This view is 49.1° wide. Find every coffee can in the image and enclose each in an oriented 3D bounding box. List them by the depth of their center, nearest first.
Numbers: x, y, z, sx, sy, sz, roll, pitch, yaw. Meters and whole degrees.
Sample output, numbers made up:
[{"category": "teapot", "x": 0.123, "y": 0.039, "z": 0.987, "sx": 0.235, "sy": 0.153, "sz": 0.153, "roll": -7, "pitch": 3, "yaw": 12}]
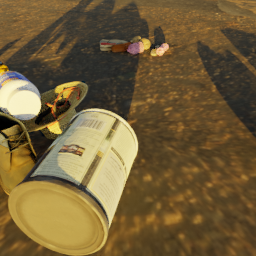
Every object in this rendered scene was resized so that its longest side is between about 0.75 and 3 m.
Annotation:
[{"category": "coffee can", "x": -0.759, "y": 0.792, "z": 4.750, "sx": 1.494, "sy": 1.494, "sz": 2.042, "roll": 8, "pitch": 33, "yaw": 12}]

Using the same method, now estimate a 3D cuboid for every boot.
[{"category": "boot", "x": -2.213, "y": 0.549, "z": 5.476, "sx": 2.314, "sy": 1.122, "sz": 0.864, "roll": 28, "pitch": 43, "yaw": 36}]

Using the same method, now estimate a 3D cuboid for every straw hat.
[{"category": "straw hat", "x": -1.717, "y": -0.218, "z": 6.827, "sx": 2.049, "sy": 0.867, "sz": 2.049, "roll": -16, "pitch": 34, "yaw": 12}]

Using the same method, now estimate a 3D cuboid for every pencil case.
[{"category": "pencil case", "x": 1.547, "y": -3.514, "z": 12.485, "sx": 0.362, "sy": 0.347, "sz": 0.838, "roll": 14, "pitch": 34, "yaw": 16}]

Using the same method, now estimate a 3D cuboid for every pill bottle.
[{"category": "pill bottle", "x": -2.582, "y": -0.748, "z": 6.521, "sx": 0.904, "sy": 0.904, "sz": 1.613, "roll": -19, "pitch": 29, "yaw": -26}]

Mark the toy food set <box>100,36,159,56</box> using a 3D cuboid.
[{"category": "toy food set", "x": -0.053, "y": -3.855, "z": 12.898, "sx": 2.903, "sy": 0.457, "sz": 1.845, "roll": 6, "pitch": 33, "yaw": 10}]

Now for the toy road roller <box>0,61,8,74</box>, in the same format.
[{"category": "toy road roller", "x": -4.655, "y": -1.998, "z": 10.023, "sx": 0.595, "sy": 0.501, "sz": 0.816, "roll": 29, "pitch": 41, "yaw": 20}]
